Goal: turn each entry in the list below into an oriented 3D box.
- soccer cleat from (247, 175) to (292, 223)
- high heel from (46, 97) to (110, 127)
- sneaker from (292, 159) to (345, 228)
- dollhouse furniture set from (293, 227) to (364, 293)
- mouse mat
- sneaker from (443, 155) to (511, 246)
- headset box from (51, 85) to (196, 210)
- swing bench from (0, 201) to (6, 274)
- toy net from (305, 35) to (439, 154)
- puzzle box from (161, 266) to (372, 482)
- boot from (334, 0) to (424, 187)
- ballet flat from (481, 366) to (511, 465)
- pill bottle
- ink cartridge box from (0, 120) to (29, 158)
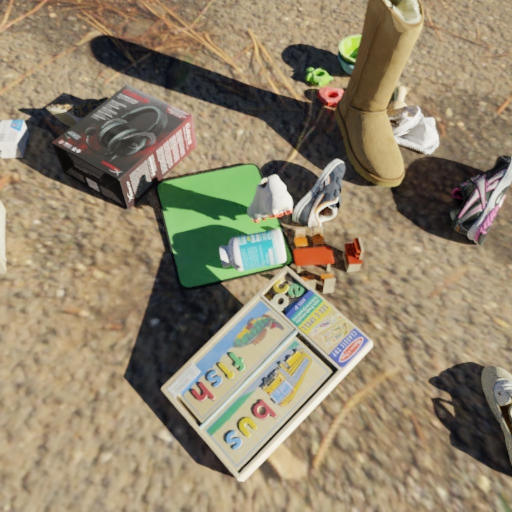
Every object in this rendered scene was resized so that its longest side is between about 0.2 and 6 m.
[{"bbox_3d":[0.249,-1.140,11.243,0.713,2.058,0.798,-16,93,-13],"label":"soccer cleat"},{"bbox_3d":[-4.394,-3.779,14.184,1.546,0.552,1.102,17,60,-8],"label":"high heel"},{"bbox_3d":[1.588,-1.307,12.320,0.727,0.718,1.831,28,69,25],"label":"sneaker"},{"bbox_3d":[1.437,-0.005,11.353,1.342,0.699,1.356,-5,54,-4],"label":"dollhouse furniture set"},{"bbox_3d":[-0.753,-0.746,12.255,2.503,0.117,3.110,-13,57,-9],"label":"mouse mat"},{"bbox_3d":[4.891,-1.416,12.247,1.055,0.982,2.445,26,56,19],"label":"sneaker"},{"bbox_3d":[-2.909,-2.681,13.094,2.086,1.082,2.803,30,61,20],"label":"headset box"},{"bbox_3d":[-6.110,-0.449,11.429,1.733,1.124,1.724,-13,54,-10],"label":"swing bench"},{"bbox_3d":[3.034,-4.080,14.298,2.181,0.803,4.158,-22,57,-16],"label":"toy net"},{"bbox_3d":[0.166,1.922,9.561,3.143,0.400,2.091,-45,65,-9],"label":"puzzle box"},{"bbox_3d":[2.767,-3.621,12.114,1.130,3.416,2.992,-14,60,-18],"label":"boot"},{"bbox_3d":[4.413,2.695,9.397,0.697,0.645,2.067,-6,54,-4],"label":"ballet flat"},{"bbox_3d":[-0.082,-0.091,11.275,1.280,0.709,0.709,-11,54,-2],"label":"pill bottle"},{"bbox_3d":[-6.238,-2.819,13.551,1.190,0.502,0.869,-2,54,-1],"label":"ink cartridge box"}]
